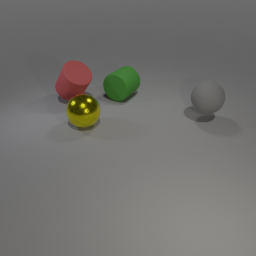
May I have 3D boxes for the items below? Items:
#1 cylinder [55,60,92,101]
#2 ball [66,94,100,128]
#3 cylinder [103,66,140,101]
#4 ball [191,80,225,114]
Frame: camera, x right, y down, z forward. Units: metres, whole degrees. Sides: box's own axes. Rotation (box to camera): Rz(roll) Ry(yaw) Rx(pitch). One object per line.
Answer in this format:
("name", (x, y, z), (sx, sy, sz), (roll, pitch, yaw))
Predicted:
("cylinder", (-2.584, -2.221, 13.266), (1.400, 1.400, 1.400), (15, 56, -23))
("ball", (-1.837, -0.701, 11.518), (1.400, 1.400, 1.400), (0, 31, 0))
("cylinder", (-0.297, -2.237, 14.038), (1.400, 1.400, 1.400), (16, 34, 24))
("ball", (3.357, -1.288, 11.772), (1.400, 1.400, 1.400), (0, 31, 0))
